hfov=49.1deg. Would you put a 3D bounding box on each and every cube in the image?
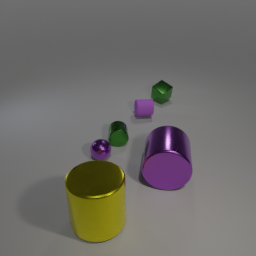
[{"bbox_3d":[1.574,-1.676,13.075,0.700,0.700,0.700,-37,60,-27],"label":"cube"}]

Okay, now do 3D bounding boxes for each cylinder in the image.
[{"bbox_3d":[-0.750,1.730,6.777,1.400,1.400,1.400,-1,29,0],"label":"cylinder"},{"bbox_3d":[-0.350,0.202,10.133,0.700,0.700,0.700,-3,30,-4],"label":"cylinder"},{"bbox_3d":[1.159,0.858,8.293,1.400,1.400,1.400,4,31,7],"label":"cylinder"},{"bbox_3d":[0.670,-0.857,11.759,0.700,0.700,0.700,-3,30,-10],"label":"cylinder"}]

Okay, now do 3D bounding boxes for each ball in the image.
[{"bbox_3d":[-0.901,0.709,9.260,0.700,0.700,0.700,0,30,0],"label":"ball"}]
